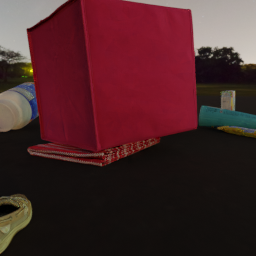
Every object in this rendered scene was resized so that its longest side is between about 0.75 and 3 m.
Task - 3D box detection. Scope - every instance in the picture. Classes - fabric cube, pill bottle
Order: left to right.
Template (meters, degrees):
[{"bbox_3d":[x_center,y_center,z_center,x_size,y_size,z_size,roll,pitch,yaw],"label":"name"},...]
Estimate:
[{"bbox_3d":[-3.634,-0.692,9.272,1.262,1.262,2.252,1,22,7],"label":"pill bottle"},{"bbox_3d":[-0.372,-1.100,6.206,2.652,2.610,2.661,-12,11,-36],"label":"fabric cube"}]

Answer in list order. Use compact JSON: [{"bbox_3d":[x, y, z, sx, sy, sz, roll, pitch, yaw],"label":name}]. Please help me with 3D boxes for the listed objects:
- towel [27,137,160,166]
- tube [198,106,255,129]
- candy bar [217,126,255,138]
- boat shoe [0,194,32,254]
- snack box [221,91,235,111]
[{"bbox_3d":[-0.602,0.319,6.320,1.896,0.295,2.622,4,9,29],"label":"towel"},{"bbox_3d":[3.745,-0.228,9.079,2.784,0.702,1.078,9,17,23],"label":"tube"},{"bbox_3d":[3.441,0.121,7.928,0.502,0.223,2.013,-4,8,-27],"label":"candy bar"},{"bbox_3d":[-1.188,0.821,2.663,0.380,0.328,1.041,0,8,1],"label":"boat shoe"},{"bbox_3d":[4.335,-0.994,12.092,0.456,1.225,1.722,3,8,25],"label":"snack box"}]
